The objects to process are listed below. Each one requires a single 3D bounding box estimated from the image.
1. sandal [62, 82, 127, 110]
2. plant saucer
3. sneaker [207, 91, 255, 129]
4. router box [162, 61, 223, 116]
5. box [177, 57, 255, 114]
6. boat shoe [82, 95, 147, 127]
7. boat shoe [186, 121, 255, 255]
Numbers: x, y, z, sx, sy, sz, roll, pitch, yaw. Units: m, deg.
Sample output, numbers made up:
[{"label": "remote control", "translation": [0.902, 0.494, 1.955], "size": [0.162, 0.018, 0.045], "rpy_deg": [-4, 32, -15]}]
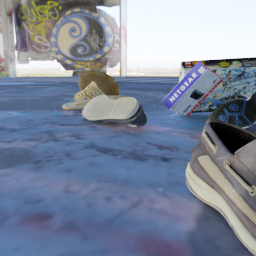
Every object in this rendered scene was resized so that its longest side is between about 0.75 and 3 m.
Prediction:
[{"label": "sandal", "translation": [-1.252, -1.355, 10.978], "size": [2.854, 0.939, 1.047], "rpy_deg": [-9, 22, -36]}, {"label": "plant saucer", "translation": [-1.295, -1.749, 12.321], "size": [1.870, 0.331, 1.870], "rpy_deg": [12, 52, -16]}, {"label": "sneaker", "translation": [2.855, -0.275, 7.020], "size": [2.105, 0.811, 0.797], "rpy_deg": [-19, 62, -20]}, {"label": "router box", "translation": [1.726, -0.983, 7.442], "size": [1.249, 1.391, 0.340], "rpy_deg": [8, 40, -55]}, {"label": "box", "translation": [2.885, -1.283, 8.701], "size": [2.659, 1.820, 0.530], "rpy_deg": [-3, 50, -2]}, {"label": "boat shoe", "translation": [-0.436, -0.389, 7.929], "size": [2.421, 0.879, 0.759], "rpy_deg": [7, -30, 49]}, {"label": "boat shoe", "translation": [1.379, 0.506, 2.598], "size": [0.998, 0.983, 2.681], "rpy_deg": [-5, 13, -21]}]
